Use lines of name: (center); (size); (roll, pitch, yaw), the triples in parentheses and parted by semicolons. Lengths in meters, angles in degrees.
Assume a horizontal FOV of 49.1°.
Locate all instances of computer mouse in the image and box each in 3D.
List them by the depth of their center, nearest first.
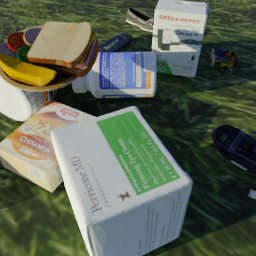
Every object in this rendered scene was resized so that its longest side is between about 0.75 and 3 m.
computer mouse: (3.152, 1.061, 7.155); (2.623, 0.604, 1.841); (29, 51, 17)

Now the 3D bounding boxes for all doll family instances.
doll family: (3.858, -2.759, 11.083); (1.040, 0.706, 1.798); (4, 40, 12)

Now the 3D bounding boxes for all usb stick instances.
usb stick: (-0.770, -3.336, 11.835); (0.784, 0.461, 2.826); (23, 48, 23)

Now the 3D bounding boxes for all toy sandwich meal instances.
toy sandwich meal: (-2.086, -1.973, 7.029); (2.653, 0.908, 2.653); (1, 58, -2)

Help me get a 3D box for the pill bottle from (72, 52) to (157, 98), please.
pill bottle: (-0.457, -1.772, 9.406); (2.721, 1.525, 1.525); (0, 43, 0)

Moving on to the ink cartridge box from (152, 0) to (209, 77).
ink cartridge box: (1.823, -3.253, 10.288); (1.798, 2.453, 1.019); (9, 44, 10)

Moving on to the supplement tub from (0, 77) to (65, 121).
supplement tub: (-3.001, -1.710, 9.167); (1.762, 1.762, 2.875); (16, 46, 16)

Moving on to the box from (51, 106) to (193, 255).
box: (-0.211, 1.210, 5.714); (1.926, 2.248, 2.237); (-19, 47, -16)

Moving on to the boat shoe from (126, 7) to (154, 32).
boat shoe: (0.836, -5.333, 13.796); (2.331, 0.664, 0.779); (30, 51, 28)

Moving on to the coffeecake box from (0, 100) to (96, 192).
coffeecake box: (-2.068, 0.379, 7.644); (1.710, 0.814, 2.228); (21, 47, 20)
